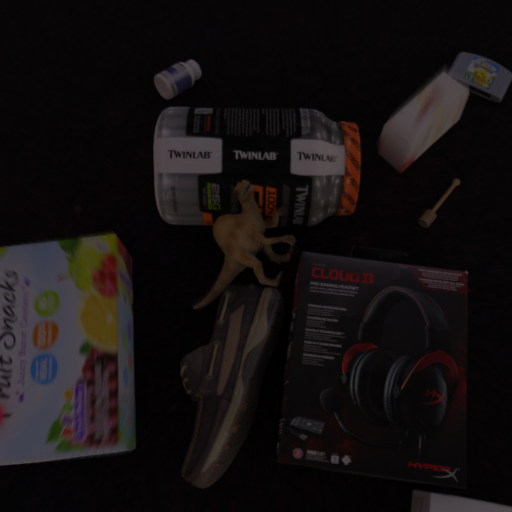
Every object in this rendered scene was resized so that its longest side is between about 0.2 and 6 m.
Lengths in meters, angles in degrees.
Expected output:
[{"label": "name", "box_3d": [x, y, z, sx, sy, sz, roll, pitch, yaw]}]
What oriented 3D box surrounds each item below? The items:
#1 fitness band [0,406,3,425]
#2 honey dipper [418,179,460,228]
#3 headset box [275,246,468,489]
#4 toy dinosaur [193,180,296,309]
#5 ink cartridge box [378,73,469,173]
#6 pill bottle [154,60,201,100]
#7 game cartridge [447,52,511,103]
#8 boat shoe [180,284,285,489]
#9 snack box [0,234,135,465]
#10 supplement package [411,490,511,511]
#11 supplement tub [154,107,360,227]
[{"label": "fitness band", "box_3d": [-3.769, 2.186, 7.277, 0.911, 0.171, 0.654, -36, 86, -11]}, {"label": "honey dipper", "box_3d": [3.183, -0.925, 9.636, 0.212, 0.212, 1.117, 39, 71, 13]}, {"label": "headset box", "box_3d": [1.678, 1.462, 8.182, 2.457, 1.240, 3.305, 8, 70, 3]}, {"label": "toy dinosaur", "box_3d": [-0.120, -0.082, 8.570, 1.265, 2.501, 0.728, 23, 35, 5]}, {"label": "ink cartridge box", "box_3d": [2.787, -2.220, 9.415, 1.398, 1.015, 0.583, -42, 73, -6]}, {"label": "pill bottle", "box_3d": [-1.426, -3.267, 10.308, 0.799, 0.478, 0.478, -38, 74, -24]}, {"label": "game cartridge", "box_3d": [4.205, -3.384, 10.522, 1.102, 0.223, 0.735, 27, 69, 9]}, {"label": "boat shoe", "box_3d": [-0.499, 1.790, 8.262, 1.120, 1.138, 3.055, 14, 62, 15]}, {"label": "snack box", "box_3d": [-3.181, 1.388, 8.257, 2.603, 1.045, 3.087, -6, 67, 1]}, {"label": "supplement package", "box_3d": [2.942, 3.930, 7.474, 1.602, 0.888, 1.248, 10, 70, 3]}, {"label": "supplement tub", "box_3d": [0.018, -1.397, 8.898, 3.052, 1.870, 1.870, 0, 70, 1]}]
